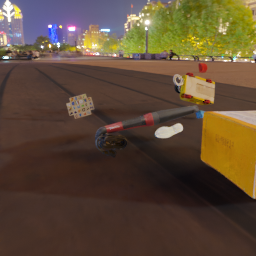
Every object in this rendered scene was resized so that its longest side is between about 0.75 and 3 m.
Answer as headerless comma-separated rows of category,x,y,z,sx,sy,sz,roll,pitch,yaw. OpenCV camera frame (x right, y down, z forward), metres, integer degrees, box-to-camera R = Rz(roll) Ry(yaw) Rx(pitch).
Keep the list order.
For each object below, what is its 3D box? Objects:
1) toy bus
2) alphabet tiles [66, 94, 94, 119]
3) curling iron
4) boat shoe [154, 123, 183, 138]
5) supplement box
toy bus,2.105,-1.267,9.385,1.581,1.675,0.866,-40,16,-26
alphabet tiles,-1.483,-0.675,8.709,0.798,0.664,0.025,-16,8,-3
curling iron,0.481,-0.072,6.328,2.765,0.685,0.353,-22,34,-25
boat shoe,0.981,0.100,6.922,0.811,0.290,0.242,-16,-11,-27
supplement box,3.020,0.311,4.933,2.897,1.065,1.826,-2,12,-9
